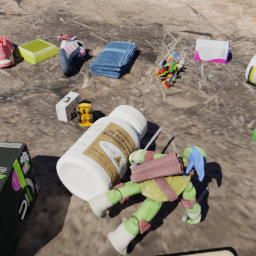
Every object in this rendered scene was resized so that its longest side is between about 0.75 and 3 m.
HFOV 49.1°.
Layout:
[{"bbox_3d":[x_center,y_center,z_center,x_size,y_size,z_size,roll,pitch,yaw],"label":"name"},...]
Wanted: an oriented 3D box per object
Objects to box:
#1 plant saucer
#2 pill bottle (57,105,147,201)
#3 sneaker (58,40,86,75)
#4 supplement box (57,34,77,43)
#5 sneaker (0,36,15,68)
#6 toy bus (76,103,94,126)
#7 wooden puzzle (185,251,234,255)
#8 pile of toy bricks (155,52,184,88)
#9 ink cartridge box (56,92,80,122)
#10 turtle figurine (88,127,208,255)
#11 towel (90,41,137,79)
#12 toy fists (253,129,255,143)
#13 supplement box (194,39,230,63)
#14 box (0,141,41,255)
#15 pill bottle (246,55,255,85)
[{"bbox_3d":[-4.682,-4.059,14.433,1.816,0.435,1.818,28,47,29],"label":"plant saucer"},{"bbox_3d":[-0.571,0.598,8.104,1.614,1.614,2.822,19,44,20],"label":"pill bottle"},{"bbox_3d":[-2.622,-3.497,13.342,1.176,1.006,2.867,-6,42,-2],"label":"sneaker"},{"bbox_3d":[-3.386,-4.920,15.537,0.996,0.303,0.542,11,42,15],"label":"supplement box"},{"bbox_3d":[-6.248,-4.155,13.899,1.086,1.278,2.947,-16,42,-18],"label":"sneaker"},{"bbox_3d":[-1.498,-0.602,10.093,0.563,0.830,0.797,1,36,4],"label":"toy bus"},{"bbox_3d":[1.248,3.902,5.203,2.599,0.523,2.809,-5,46,-6],"label":"wooden puzzle"},{"bbox_3d":[1.664,-2.574,12.525,0.916,1.029,1.855,-16,35,47],"label":"pile of toy bricks"},{"bbox_3d":[-2.199,-0.786,10.432,0.396,0.697,0.957,17,45,18],"label":"ink cartridge box"},{"bbox_3d":[0.695,1.639,7.099,2.897,2.150,2.988,-35,7,-5],"label":"turtle figurine"},{"bbox_3d":[-0.653,-3.429,13.508,1.580,0.687,2.831,10,42,13],"label":"towel"},{"bbox_3d":[4.550,0.486,9.151,0.698,0.471,1.368,5,39,-6],"label":"toy fists"},{"bbox_3d":[4.138,-3.810,13.861,1.594,0.807,0.824,8,41,9],"label":"supplement box"},{"bbox_3d":[-3.334,1.809,6.494,1.586,1.895,2.551,4,41,4],"label":"box"},{"bbox_3d":[6.266,-2.079,11.364,1.426,1.426,2.546,-30,49,-30],"label":"pill bottle"}]
